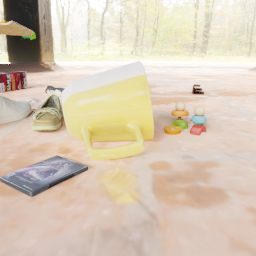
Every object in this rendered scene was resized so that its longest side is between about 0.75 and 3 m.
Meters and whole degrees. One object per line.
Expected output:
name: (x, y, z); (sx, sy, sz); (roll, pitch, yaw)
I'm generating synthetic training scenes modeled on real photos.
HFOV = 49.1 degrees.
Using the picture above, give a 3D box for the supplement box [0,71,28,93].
supplement box: (-6.173, -2.460, 14.778); (0.531, 0.950, 1.745); (10, 20, 29)

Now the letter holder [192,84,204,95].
letter holder: (3.513, -1.914, 13.893); (0.574, 0.406, 0.808); (7, 17, 16)

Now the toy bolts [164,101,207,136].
toy bolts: (1.549, -0.262, 7.535); (1.091, 0.756, 1.042); (12, 20, 35)

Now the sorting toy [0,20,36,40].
sorting toy: (-2.199, -1.828, 5.217); (0.788, 0.157, 1.066); (2, 4, 12)

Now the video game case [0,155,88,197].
video game case: (-1.467, 0.811, 5.007); (0.889, 0.118, 1.245); (12, 21, 35)

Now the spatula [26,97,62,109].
spatula: (-3.467, -0.969, 11.141); (1.536, 0.177, 2.209); (4, 17, -5)

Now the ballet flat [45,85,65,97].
ballet flat: (-3.320, -1.644, 12.980); (1.391, 0.508, 0.508); (17, 22, 29)

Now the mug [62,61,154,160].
mug: (-0.496, -0.479, 6.546); (1.961, 1.914, 2.389); (-9, 10, -2)

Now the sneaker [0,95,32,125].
sneaker: (-3.890, -0.740, 8.544); (0.985, 1.145, 2.705); (2, 15, 14)

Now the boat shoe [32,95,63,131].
boat shoe: (-2.335, -0.459, 8.278); (0.833, 0.718, 2.283); (-1, 16, -3)
